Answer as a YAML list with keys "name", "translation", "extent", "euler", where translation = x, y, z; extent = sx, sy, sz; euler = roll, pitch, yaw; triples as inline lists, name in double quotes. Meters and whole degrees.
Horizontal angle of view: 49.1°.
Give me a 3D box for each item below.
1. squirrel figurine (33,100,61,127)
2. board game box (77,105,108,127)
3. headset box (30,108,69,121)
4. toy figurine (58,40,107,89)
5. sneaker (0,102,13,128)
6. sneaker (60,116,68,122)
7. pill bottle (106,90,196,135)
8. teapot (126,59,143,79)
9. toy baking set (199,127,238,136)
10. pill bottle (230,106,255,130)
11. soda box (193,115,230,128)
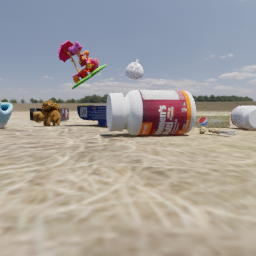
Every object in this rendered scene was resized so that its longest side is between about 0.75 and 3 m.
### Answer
- name: "squirrel figurine"
  translation: [-3.355, -0.615, 11.559]
  extent: [1.033, 1.107, 0.784]
  euler: [8, 5, -29]
- name: "board game box"
  translation: [-0.183, -0.554, 12.139]
  extent: [2.893, 0.892, 2.891]
  euler: [4, 5, 43]
- name: "headset box"
  translation: [-4.545, -0.817, 16.521]
  extent: [1.469, 0.762, 1.974]
  euler: [4, 5, 44]
- name: "toy figurine"
  translation: [-2.059, -2.808, 11.511]
  extent: [1.908, 1.756, 1.433]
  euler: [-25, 14, 38]
- name: "sneaker"
  translation: [-5.057, -0.619, 9.736]
  extent: [0.995, 1.103, 2.691]
  euler: [32, 9, 6]
- name: "sneaker"
  translation: [-3.679, -0.626, 14.818]
  extent: [0.446, 0.634, 1.193]
  euler: [3, 5, 37]
- name: "pill bottle"
  translation: [0.607, -0.436, 7.940]
  extent: [2.323, 1.273, 1.273]
  euler: [-1, 4, -13]
- name: "teapot"
  translation: [0.327, -2.801, 13.362]
  extent: [0.927, 0.686, 0.940]
  euler: [-20, 48, -28]
- name: "toy baking set"
  translation: [2.699, 0.089, 8.398]
  extent: [1.117, 0.169, 1.455]
  euler: [2, 5, 25]
- name: "pill bottle"
  translation: [4.366, -0.375, 10.099]
  extent: [0.843, 0.843, 1.486]
  euler: [0, 4, 0]
- name: "soda box"
  translation: [3.232, -0.277, 11.053]
  extent: [1.479, 0.501, 0.473]
  euler: [1, 4, 14]
